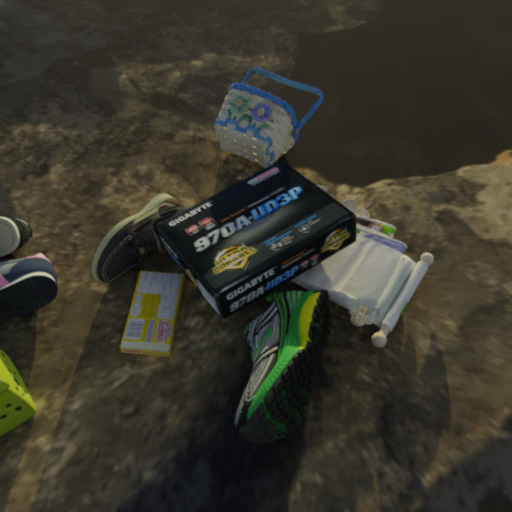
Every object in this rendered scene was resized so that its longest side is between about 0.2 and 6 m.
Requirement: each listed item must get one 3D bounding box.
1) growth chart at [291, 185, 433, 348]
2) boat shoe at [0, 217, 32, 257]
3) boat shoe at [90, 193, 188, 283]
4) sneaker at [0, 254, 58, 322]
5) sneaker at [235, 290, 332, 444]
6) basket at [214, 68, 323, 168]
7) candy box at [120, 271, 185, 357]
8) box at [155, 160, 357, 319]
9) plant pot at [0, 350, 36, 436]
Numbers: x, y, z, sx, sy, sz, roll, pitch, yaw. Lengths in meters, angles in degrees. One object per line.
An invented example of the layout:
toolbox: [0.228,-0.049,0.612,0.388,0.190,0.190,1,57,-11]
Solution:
growth chart: [1.580,-0.128,11.381,3.897,0.346,2.820,30,57,26]
boat shoe: [-6.067,-0.282,11.413,2.898,1.041,0.980,-7,14,3]
boat shoe: [-2.264,-0.357,11.319,0.828,0.901,2.521,20,49,23]
sneaker: [-5.197,0.693,10.597,2.802,0.983,1.149,-13,37,-14]
sneaker: [0.326,1.801,9.533,1.314,1.204,3.085,1,37,25]
basket: [0.250,-3.371,13.279,2.025,1.597,2.296,24,65,19]
candy box: [-1.934,1.055,10.617,0.903,0.233,1.766,6,52,1]
box: [-0.017,-0.452,11.072,3.179,0.731,2.527,-29,46,-17]
plant pot: [-4.610,2.182,9.081,1.364,1.237,1.357,-30,58,-21]
